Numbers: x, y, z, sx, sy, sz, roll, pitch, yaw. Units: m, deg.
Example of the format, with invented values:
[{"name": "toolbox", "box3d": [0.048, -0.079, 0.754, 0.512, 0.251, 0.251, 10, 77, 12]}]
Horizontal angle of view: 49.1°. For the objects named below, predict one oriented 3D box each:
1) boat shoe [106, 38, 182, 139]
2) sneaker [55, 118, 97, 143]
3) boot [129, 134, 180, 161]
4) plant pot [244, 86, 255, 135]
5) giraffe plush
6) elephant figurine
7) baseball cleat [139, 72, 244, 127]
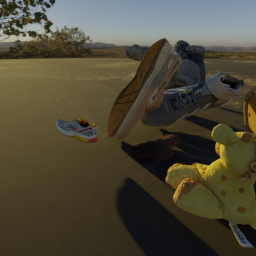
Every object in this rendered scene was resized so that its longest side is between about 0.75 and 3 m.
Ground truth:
[{"name": "boat shoe", "box3d": [0.473, -0.829, 6.758, 0.901, 2.791, 0.995, 36, -12, -26]}, {"name": "sneaker", "box3d": [-1.100, -0.034, 6.074, 1.083, 0.445, 0.422, 16, 17, 24]}, {"name": "boot", "box3d": [0.762, 0.334, 5.557, 1.155, 0.371, 1.077, -10, 7, -42]}, {"name": "plant pot", "box3d": [3.583, -0.262, 4.672, 2.827, 2.634, 2.634, -11, 16, 7]}, {"name": "giraffe plush", "box3d": [1.236, 0.508, 3.395, 1.188, 1.117, 1.377, 7, 18, -26]}, {"name": "elephant figurine", "box3d": [1.407, -1.758, 9.550, 2.266, 2.067, 2.921, 28, 38, 22]}, {"name": "baseball cleat", "box3d": [1.657, -0.860, 7.329, 2.868, 1.000, 1.527, -19, -13, -16]}]
